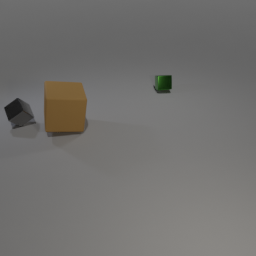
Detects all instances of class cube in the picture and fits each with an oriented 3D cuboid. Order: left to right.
[{"bbox_3d":[-4.187,-0.597,10.787,0.700,0.700,0.700,-34,64,6],"label":"cube"},{"bbox_3d":[-2.366,-0.802,10.397,1.400,1.400,1.400,0,34,-18],"label":"cube"},{"bbox_3d":[1.753,-2.264,13.934,0.700,0.700,0.700,-4,12,-7],"label":"cube"}]
